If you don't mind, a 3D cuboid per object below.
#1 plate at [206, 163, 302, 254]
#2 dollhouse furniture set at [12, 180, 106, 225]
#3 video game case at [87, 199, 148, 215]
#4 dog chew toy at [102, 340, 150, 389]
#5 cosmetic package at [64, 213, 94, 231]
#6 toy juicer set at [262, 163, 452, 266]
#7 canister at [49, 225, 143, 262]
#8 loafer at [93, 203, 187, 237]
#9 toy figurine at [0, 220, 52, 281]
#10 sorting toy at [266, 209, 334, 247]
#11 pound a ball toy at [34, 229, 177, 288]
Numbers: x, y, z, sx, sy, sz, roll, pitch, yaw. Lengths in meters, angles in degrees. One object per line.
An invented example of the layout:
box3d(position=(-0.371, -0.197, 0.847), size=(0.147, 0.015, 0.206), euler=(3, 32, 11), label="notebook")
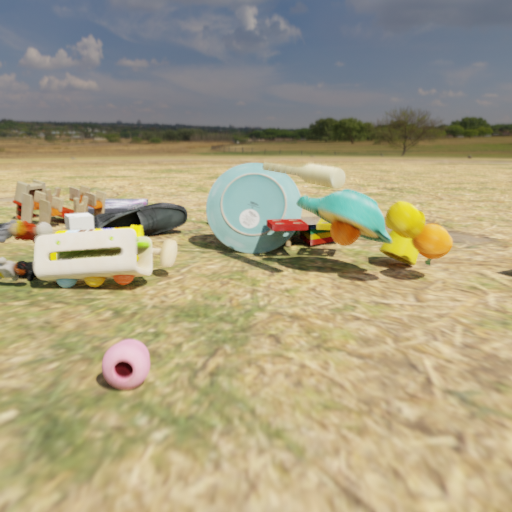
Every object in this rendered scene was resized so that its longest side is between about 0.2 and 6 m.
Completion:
box3d(position=(-0.047, -0.998, 11.139), size=(1.937, 1.937, 0.247), euler=(0, -14, 1), label="plate")
box3d(position=(-5.343, -1.247, 14.759), size=(2.053, 1.069, 2.076), euler=(18, 19, 22), label="dollhouse furniture set")
box3d(position=(-4.343, -1.510, 17.017), size=(1.595, 0.212, 2.233), euler=(1, 12, 4), label="video game case")
box3d(position=(-1.251, 1.026, 5.503), size=(0.448, 0.448, 0.719), euler=(-1, 5, -5), label="dog chew toy")
box3d(position=(-3.766, -0.571, 11.949), size=(0.513, 0.622, 0.513), euler=(-7, 15, -29), label="cosmetic package")
box3d(position=(1.640, -0.568, 8.965), size=(3.201, 0.871, 2.036), euler=(26, -2, -16), label="toy juicer set")
box3d(position=(-2.814, -0.144, 10.048), size=(1.538, 0.665, 1.142), euler=(-3, 13, -9), label="canister")
box3d(position=(-2.561, -0.728, 12.553), size=(2.165, 0.735, 0.760), euler=(-10, 20, -19), label="loafer")
box3d(position=(-3.697, -0.089, 8.880), size=(0.685, 0.984, 0.969), euler=(-4, -3, 13), label="toy figurine")
box3d(position=(0.883, -0.645, 12.095), size=(1.959, 0.687, 4.063), euler=(-2, 12, -11), label="sorting toy")
box3d(position=(-2.301, 0.105, 8.808), size=(1.886, 0.801, 1.230), euler=(-3, -9, 9), label="pound a ball toy")
